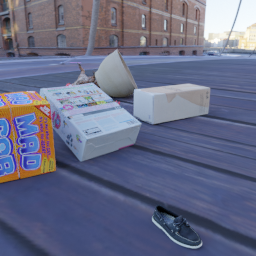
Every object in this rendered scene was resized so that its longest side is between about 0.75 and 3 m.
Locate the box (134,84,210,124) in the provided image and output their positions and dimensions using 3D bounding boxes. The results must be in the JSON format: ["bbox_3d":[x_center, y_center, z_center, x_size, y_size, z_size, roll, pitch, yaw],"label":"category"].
[{"bbox_3d":[1.793,-1.045,11.398,2.951,1.147,1.401,-11,21,-32],"label":"box"}]

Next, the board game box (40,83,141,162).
[{"bbox_3d":[-1.215,-0.336,8.449,1.943,0.846,2.633,-14,44,-39],"label":"board game box"}]

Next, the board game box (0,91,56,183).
[{"bbox_3d":[-2.903,0.137,6.895,1.719,1.719,1.720,-10,20,-27],"label":"board game box"}]

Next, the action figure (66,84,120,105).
[{"bbox_3d":[-1.354,-1.224,10.629,2.099,0.542,0.687,16,9,-22],"label":"action figure"}]

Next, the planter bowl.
[{"bbox_3d":[-0.721,-2.655,14.911,1.668,2.479,2.479,-26,16,8],"label":"planter bowl"}]

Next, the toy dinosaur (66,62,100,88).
[{"bbox_3d":[-2.471,-2.420,15.824,1.166,1.841,2.716,37,11,27],"label":"toy dinosaur"}]

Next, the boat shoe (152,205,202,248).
[{"bbox_3d":[0.802,1.598,4.685,0.383,0.340,1.025,-11,21,-31],"label":"boat shoe"}]
